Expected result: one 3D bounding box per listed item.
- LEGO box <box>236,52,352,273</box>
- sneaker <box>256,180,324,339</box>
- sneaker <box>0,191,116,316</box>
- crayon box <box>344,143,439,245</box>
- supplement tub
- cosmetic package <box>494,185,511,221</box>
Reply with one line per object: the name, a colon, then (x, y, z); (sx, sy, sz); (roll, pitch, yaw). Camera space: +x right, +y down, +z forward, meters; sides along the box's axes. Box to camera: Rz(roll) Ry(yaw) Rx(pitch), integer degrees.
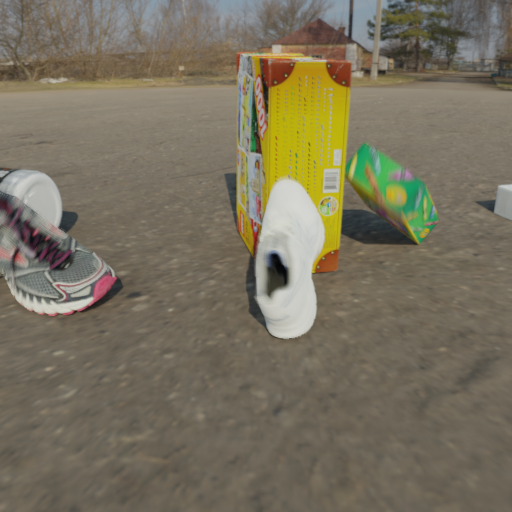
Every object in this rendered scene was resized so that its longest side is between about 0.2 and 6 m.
LEGO box: (0.570, -1.905, 10.929); (1.476, 3.826, 2.849); (-4, 22, -12)
sneaker: (0.471, -0.131, 8.358); (0.964, 1.127, 2.588); (-9, 58, 16)
sneaker: (-3.850, -0.157, 9.281); (3.406, 1.272, 1.373); (24, 45, 18)
crayon box: (2.722, -1.158, 11.114); (1.454, 0.713, 2.448); (42, 6, 26)
supplement tub: (-5.657, -1.047, 11.707); (2.729, 1.672, 1.672); (8, 23, 17)
cosmetic package: (6.388, -1.284, 13.592); (0.733, 0.729, 0.876); (-5, 21, -13)
